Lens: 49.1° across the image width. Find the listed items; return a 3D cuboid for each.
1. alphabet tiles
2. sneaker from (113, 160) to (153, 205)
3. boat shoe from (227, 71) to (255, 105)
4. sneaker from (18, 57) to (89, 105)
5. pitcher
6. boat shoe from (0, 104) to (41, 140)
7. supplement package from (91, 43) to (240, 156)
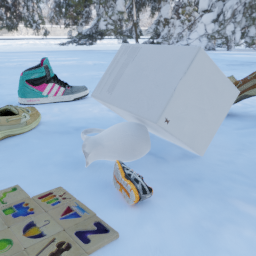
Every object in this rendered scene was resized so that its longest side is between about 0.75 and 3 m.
[{"bbox_3d":[-1.667,1.414,2.957,2.933,0.093,2.441,-15,24,-39],"label":"alphabet tiles"},{"bbox_3d":[0.034,0.819,4.347,0.390,0.396,1.011,-4,27,-23],"label":"sneaker"},{"bbox_3d":[3.184,-1.159,8.393,2.297,0.848,0.869,-22,0,20],"label":"boat shoe"},{"bbox_3d":[-2.708,-1.781,10.197,2.603,1.572,1.089,-10,21,-27],"label":"sneaker"},{"bbox_3d":[-0.276,0.223,5.448,1.257,0.762,1.079,-11,34,-9],"label":"pitcher"},{"bbox_3d":[-3.063,-0.231,6.787,0.909,0.784,2.492,9,20,25],"label":"boat shoe"},{"bbox_3d":[0.683,-0.742,6.197,1.581,1.600,2.639,33,-3,-36],"label":"supplement package"}]
